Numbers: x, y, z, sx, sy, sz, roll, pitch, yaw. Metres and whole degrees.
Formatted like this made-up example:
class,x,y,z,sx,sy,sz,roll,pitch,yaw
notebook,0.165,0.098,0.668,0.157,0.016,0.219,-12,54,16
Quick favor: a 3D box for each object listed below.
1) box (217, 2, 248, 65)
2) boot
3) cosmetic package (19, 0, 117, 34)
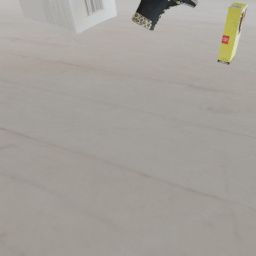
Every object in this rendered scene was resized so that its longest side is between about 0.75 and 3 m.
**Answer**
class,x,y,z,sx,sy,sz,roll,pitch,yaw
box,3.611,-3.254,9.765,0.486,1.941,0.730,22,47,24
boot,0.827,-2.742,6.427,1.390,1.050,0.502,11,34,-28
cosmetic package,-1.868,-3.756,8.124,1.567,1.127,2.776,-36,46,-28
